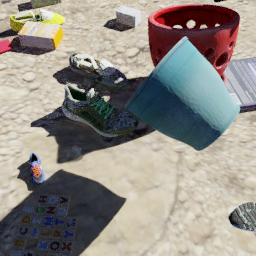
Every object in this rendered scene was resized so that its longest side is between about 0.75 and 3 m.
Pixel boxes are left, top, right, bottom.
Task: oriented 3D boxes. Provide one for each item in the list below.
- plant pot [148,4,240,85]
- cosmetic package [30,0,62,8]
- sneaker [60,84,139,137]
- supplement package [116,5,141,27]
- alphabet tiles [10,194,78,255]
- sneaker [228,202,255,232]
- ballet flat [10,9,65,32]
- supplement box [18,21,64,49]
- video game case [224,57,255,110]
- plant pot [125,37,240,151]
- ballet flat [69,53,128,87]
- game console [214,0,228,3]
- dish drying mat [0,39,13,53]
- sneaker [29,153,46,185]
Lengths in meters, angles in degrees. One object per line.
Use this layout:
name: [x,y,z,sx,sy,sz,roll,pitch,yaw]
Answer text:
plant pot: [1.855,-2.271,8.454,2.534,2.308,2.534,-2,39,2]
cosmetic package: [-3.716,-5.883,12.550,1.325,0.484,0.686,-18,55,-14]
sneaker: [-0.913,-0.574,8.173,2.573,1.140,0.989,19,56,14]
supplement package: [0.014,-4.630,11.599,0.908,0.498,0.517,23,57,16]
alphabet tiles: [-1.920,2.364,6.664,1.372,0.062,1.641,3,54,2]
sneaker: [1.937,1.438,4.306,1.139,0.512,0.446,9,48,-31]
ballet flat: [-3.658,-4.396,11.283,2.180,0.731,0.728,-13,54,-10]
supplement box: [-3.340,-3.582,10.795,1.435,0.528,0.904,8,53,7]
video game case: [4.451,-1.618,9.504,2.971,0.282,2.122,-8,54,-7]
plant pot: [1.206,-0.539,5.838,1.788,1.903,1.903,42,61,1]
ballet flat: [-1.071,-2.044,9.515,2.245,0.808,0.808,22,56,15]
game console: [3.005,-4.018,7.255,1.883,1.096,1.656,16,64,48]
dish drying mat: [-5.217,-2.886,10.529,1.664,0.151,0.639,-26,58,-19]
sneaker: [-2.461,1.067,7.427,0.368,0.383,0.976,-21,56,-14]
